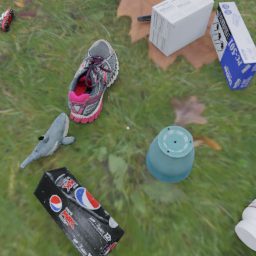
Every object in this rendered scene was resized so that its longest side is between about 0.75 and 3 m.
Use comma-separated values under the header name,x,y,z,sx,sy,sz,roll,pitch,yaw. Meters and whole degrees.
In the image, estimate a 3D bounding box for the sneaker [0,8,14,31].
name,x,y,z,sx,sy,sz,roll,pitch,yaw
sneaker,-4.331,-3.832,9.795,0.496,0.359,1.015,6,61,1

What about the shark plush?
name,x,y,z,sx,sy,sz,roll,pitch,yaw
shark plush,-2.163,0.318,7.197,1.668,0.695,0.758,-37,67,-19

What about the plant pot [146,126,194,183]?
name,x,y,z,sx,sy,sz,roll,pitch,yaw
plant pot,1.075,0.575,6.798,1.209,1.136,1.209,0,61,0

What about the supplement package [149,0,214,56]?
name,x,y,z,sx,sy,sz,roll,pitch,yaw
supplement package,1.672,-3.390,8.973,1.713,1.334,0.950,-32,65,-17

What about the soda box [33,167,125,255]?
name,x,y,z,sx,sy,sz,roll,pitch,yaw
soda box,-1.113,1.833,6.113,2.123,0.672,0.751,42,112,23

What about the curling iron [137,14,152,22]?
name,x,y,z,sx,sy,sz,roll,pitch,yaw
curling iron,1.570,-4.136,9.944,2.615,0.334,0.648,-17,98,-5

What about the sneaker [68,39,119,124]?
name,x,y,z,sx,sy,sz,roll,pitch,yaw
sneaker,-0.944,-1.523,8.063,1.135,1.051,2.814,8,60,5

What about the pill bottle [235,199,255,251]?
name,x,y,z,sx,sy,sz,roll,pitch,yaw
pill bottle,3.127,1.930,6.171,1.536,0.861,0.861,-35,66,-19

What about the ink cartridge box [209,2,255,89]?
name,x,y,z,sx,sy,sz,roll,pitch,yaw
ink cartridge box,3.196,-2.537,8.568,0.555,1.180,2.510,-6,60,-4
